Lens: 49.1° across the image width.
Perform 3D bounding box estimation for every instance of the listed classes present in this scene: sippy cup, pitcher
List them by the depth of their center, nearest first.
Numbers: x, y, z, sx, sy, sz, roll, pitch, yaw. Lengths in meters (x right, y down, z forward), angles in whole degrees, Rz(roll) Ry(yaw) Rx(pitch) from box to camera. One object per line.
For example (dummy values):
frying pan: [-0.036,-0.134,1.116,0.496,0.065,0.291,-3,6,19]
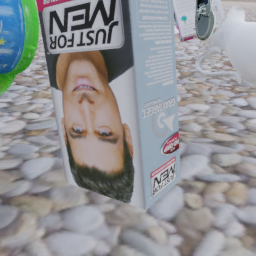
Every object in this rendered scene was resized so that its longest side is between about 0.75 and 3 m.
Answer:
pitcher: [1.522,-0.906,3.627,0.734,1.039,1.211,22,24,-44]
sippy cup: [-2.712,-1.709,4.402,1.931,2.459,1.802,-28,-4,39]

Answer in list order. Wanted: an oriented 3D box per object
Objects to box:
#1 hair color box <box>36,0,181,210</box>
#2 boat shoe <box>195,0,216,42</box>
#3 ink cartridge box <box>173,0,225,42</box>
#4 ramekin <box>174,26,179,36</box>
hair color box: [-0.179,-0.498,2.901,1.180,2.384,0.723,8,21,38]
boat shoe: [1.923,-3.094,7.291,0.496,1.605,0.585,-1,5,-44]
ink cartridge box: [2.060,-4.059,8.817,1.449,2.428,0.509,-14,-5,2]
ramekin: [0.443,-2.431,7.318,1.616,0.788,1.616,-27,10,5]
